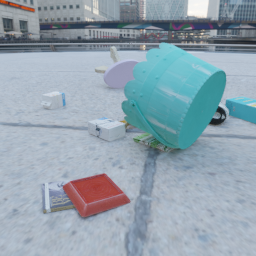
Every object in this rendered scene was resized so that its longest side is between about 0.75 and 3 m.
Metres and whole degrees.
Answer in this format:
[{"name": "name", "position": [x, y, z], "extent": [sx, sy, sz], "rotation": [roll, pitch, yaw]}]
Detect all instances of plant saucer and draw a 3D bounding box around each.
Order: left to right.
[{"name": "plant saucer", "position": [-0.716, 1.411, 6.290], "extent": [1.182, 0.217, 1.184], "rotation": [-8, 26, -32]}]

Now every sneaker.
[{"name": "sneaker", "position": [2.940, -0.838, 12.049], "extent": [2.809, 1.060, 1.616], "rotation": [19, 17, 26]}]

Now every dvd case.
[{"name": "dvd case", "position": [-1.217, 1.484, 6.464], "extent": [1.463, 0.117, 1.088], "rotation": [-6, 21, -16]}]

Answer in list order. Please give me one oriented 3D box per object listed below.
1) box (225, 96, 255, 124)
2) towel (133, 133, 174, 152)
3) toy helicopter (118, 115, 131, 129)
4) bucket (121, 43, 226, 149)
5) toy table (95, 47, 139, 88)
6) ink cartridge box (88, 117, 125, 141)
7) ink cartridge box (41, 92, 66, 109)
[{"name": "box", "position": [5.481, -0.636, 11.562], "extent": [1.167, 0.697, 2.837], "rotation": [-11, 22, -28]}, {"name": "towel", "position": [1.023, 0.435, 9.380], "extent": [1.424, 0.219, 1.063], "rotation": [14, 22, 40]}, {"name": "toy helicopter", "position": [0.213, -0.424, 10.972], "extent": [1.994, 0.786, 1.318], "rotation": [-27, 35, -37]}, {"name": "bucket", "position": [1.470, -0.906, 8.612], "extent": [1.965, 3.020, 3.020], "rotation": [32, 34, 28]}, {"name": "toy table", "position": [-0.605, -3.785, 18.273], "extent": [2.828, 2.600, 1.656], "rotation": [-10, 39, -33]}, {"name": "ink cartridge box", "position": [-0.763, 0.025, 10.032], "extent": [1.129, 0.485, 0.826], "rotation": [17, 25, 42]}, {"name": "ink cartridge box", "position": [-3.646, -1.337, 13.606], "extent": [0.663, 0.646, 1.032], "rotation": [12, 22, 30]}]
